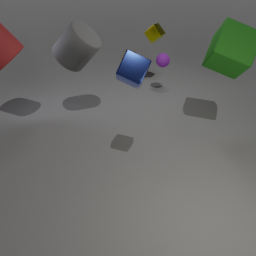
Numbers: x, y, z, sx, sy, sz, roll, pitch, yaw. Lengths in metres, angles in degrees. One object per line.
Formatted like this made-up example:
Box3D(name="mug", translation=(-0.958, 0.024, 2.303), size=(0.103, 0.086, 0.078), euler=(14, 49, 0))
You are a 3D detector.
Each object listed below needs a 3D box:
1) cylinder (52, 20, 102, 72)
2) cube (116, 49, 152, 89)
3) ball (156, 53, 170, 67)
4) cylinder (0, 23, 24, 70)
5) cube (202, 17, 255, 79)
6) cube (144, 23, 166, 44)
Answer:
Box3D(name="cylinder", translation=(-1.976, -3.146, 10.841), size=(1.400, 1.400, 1.400), euler=(33, 35, -27))
Box3D(name="cube", translation=(0.136, -1.530, 7.420), size=(0.700, 0.700, 0.700), euler=(25, -2, -1))
Box3D(name="ball", translation=(1.761, -3.403, 14.093), size=(0.700, 0.700, 0.700), euler=(0, 32, 0))
Box3D(name="cylinder", translation=(-4.826, -3.025, 10.215), size=(1.400, 1.400, 1.400), euler=(-33, 29, 21))
Box3D(name="cube", translation=(3.770, -2.856, 10.242), size=(1.400, 1.400, 1.400), euler=(23, -9, 1))
Box3D(name="cube", translation=(1.400, -4.914, 14.523), size=(0.700, 0.700, 0.700), euler=(-32, 8, 37))
